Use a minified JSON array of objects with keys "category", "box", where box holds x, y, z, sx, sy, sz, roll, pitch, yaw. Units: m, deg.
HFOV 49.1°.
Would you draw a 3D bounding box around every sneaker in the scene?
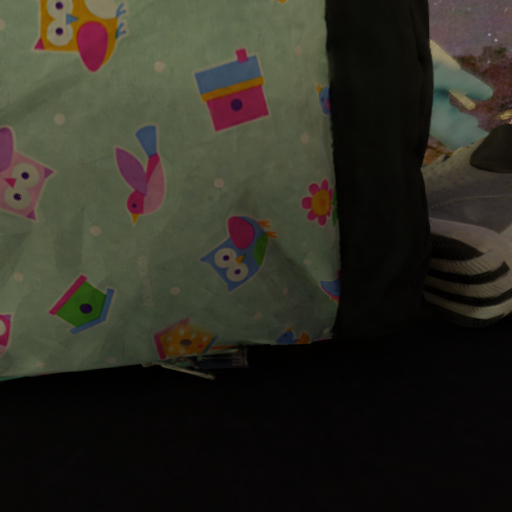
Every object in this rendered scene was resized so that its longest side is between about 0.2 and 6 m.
[{"category":"sneaker","box":[1.556,-0.532,5.489,1.904,1.237,3.296,-37,31,-16]}]

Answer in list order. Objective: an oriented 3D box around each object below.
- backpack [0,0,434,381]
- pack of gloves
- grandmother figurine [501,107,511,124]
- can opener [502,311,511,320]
[{"category":"backpack","box":[-0.845,-0.653,3.404,3.587,2.993,2.270,-6,12,-2]},{"category":"pack of gloves","box":[1.833,-2.655,6.668,3.226,2.710,0.637,29,-46,-26]},{"category":"grandmother figurine","box":[4.028,-2.054,8.436,0.641,1.056,0.320,14,16,-22]},{"category":"can opener","box":[2.712,0.304,4.335,1.996,0.785,0.633,4,-35,46]}]
